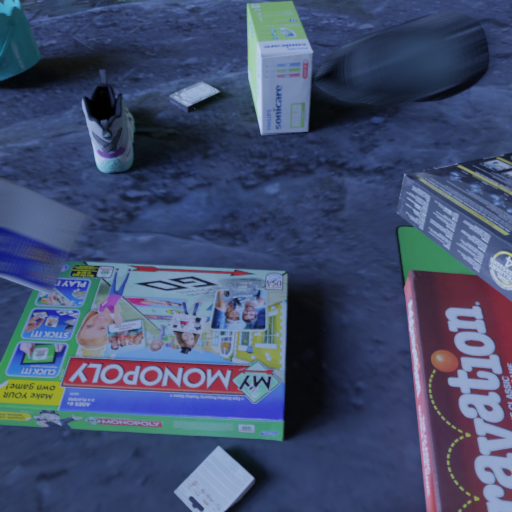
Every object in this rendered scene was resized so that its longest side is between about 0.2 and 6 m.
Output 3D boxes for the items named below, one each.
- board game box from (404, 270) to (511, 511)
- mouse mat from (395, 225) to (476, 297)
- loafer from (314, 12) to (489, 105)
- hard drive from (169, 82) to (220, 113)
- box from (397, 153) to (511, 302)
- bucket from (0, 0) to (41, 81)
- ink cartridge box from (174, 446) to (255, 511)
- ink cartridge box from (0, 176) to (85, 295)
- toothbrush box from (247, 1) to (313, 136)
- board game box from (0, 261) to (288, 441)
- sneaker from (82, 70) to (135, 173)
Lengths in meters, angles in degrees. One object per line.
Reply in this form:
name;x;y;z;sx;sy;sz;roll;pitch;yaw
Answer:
board game box;3.557;2.513;6.909;2.950;0.557;5.731;4;46;4
mouse mat;3.602;0.153;9.619;2.298;0.087;1.849;4;46;3
loafer;1.774;-2.463;7.421;1.094;1.058;3.116;-23;19;-12
hard drive;-1.474;-3.840;13.491;1.038;0.196;0.725;-34;54;-28
box;4.683;-0.469;9.062;3.059;0.932;3.795;-13;37;-23
bucket;-6.467;-5.252;13.756;2.154;1.402;2.154;-11;38;9
ink cartridge box;-0.505;2.843;6.900;0.639;0.224;0.786;33;61;29
ink cartridge box;-2.598;-0.220;6.259;1.030;0.242;1.018;25;72;-21
toothbrush box;0.474;-4.294;12.705;1.142;1.931;2.652;-4;45;-3
board game box;-1.508;1.258;8.182;3.917;0.570;2.636;2;45;2
sneaker;-3.079;-3.112;11.650;0.984;1.770;2.530;-12;47;-12
